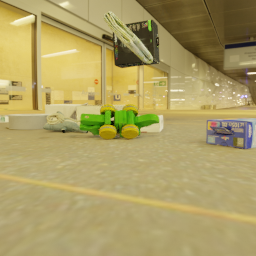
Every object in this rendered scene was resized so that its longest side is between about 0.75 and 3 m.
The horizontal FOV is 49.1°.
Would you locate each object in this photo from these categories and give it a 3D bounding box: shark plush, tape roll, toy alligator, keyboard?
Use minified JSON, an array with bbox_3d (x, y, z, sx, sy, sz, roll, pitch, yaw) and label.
[{"bbox_3d":[-1.930,0.048,8.884,1.468,0.667,0.611,23,32,16],"label":"shark plush"},{"bbox_3d":[-3.629,-0.253,10.492,1.573,0.520,1.573,-1,4,0],"label":"tape roll"},{"bbox_3d":[-0.625,-0.066,7.339,2.844,0.843,0.772,-1,-36,-1],"label":"toy alligator"},{"bbox_3d":[-1.939,-0.443,10.165,0.479,0.091,1.701,-19,-13,-37],"label":"keyboard"}]

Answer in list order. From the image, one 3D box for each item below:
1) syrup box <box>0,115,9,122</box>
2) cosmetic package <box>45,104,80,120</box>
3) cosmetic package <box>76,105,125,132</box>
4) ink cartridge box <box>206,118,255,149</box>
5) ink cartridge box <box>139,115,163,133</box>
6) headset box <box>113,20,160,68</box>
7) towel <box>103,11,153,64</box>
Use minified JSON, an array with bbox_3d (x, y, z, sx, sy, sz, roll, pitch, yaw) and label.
[{"bbox_3d":[-6.099,-0.465,13.970,0.889,0.350,0.362,-2,5,-19],"label":"syrup box"},{"bbox_3d":[-2.871,-0.701,13.481,2.116,0.898,1.139,3,7,35],"label":"cosmetic package"},{"bbox_3d":[-0.691,-0.393,10.020,1.287,0.870,2.447,2,5,20],"label":"cosmetic package"},{"bbox_3d":[2.458,0.093,6.165,1.529,0.584,1.043,-5,7,-33],"label":"ink cartridge box"},{"bbox_3d":[0.690,-0.157,9.365,0.891,0.503,1.214,0,5,11],"label":"ink cartridge box"},{"bbox_3d":[0.407,-3.422,11.556,1.869,1.627,0.867,-1,3,20],"label":"headset box"},{"bbox_3d":[0.011,-2.677,8.456,0.393,1.397,1.632,-43,-22,11],"label":"towel"}]
